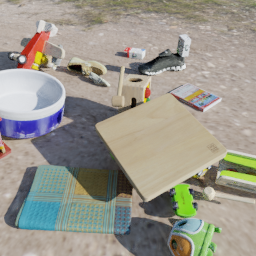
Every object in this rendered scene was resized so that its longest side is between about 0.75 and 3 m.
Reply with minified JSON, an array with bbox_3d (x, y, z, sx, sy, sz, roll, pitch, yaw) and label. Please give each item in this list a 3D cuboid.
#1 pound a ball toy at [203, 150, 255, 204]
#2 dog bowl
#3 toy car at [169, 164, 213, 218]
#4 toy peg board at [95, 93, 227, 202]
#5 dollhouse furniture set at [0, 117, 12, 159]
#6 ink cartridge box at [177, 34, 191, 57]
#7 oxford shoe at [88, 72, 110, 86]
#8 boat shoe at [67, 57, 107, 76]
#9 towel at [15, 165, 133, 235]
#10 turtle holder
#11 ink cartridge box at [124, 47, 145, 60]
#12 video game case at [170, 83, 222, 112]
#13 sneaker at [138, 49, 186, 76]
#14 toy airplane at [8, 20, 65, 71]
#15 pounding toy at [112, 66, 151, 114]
[{"bbox_3d":[3.352,1.591,7.944,2.292,0.974,1.495,11,65,14],"label":"pound a ball toy"},{"bbox_3d":[-3.865,-0.981,10.391,2.951,1.162,2.951,9,37,-7],"label":"dog bowl"},{"bbox_3d":[1.410,1.612,8.008,2.495,0.556,2.348,0,40,-2],"label":"toy car"},{"bbox_3d":[0.867,0.681,8.330,2.731,1.336,2.720,-25,54,-19],"label":"toy peg board"},{"bbox_3d":[-5.246,-0.085,9.375,2.862,1.540,1.164,31,47,32],"label":"dollhouse furniture set"},{"bbox_3d":[2.430,-3.605,12.239,0.330,0.784,0.572,-12,45,-15],"label":"ink cartridge box"},{"bbox_3d":[-1.351,-2.195,13.055,1.281,0.482,0.370,32,89,24],"label":"oxford shoe"},{"bbox_3d":[-2.041,-2.871,13.681,2.056,0.761,0.683,15,54,21],"label":"boat shoe"},{"bbox_3d":[-1.345,1.945,7.830,2.949,0.320,2.162,3,38,2],"label":"towel"},{"bbox_3d":[1.533,2.514,6.457,1.004,1.075,1.414,18,42,22],"label":"turtle holder"},{"bbox_3d":[0.357,-4.136,15.486,1.079,0.363,0.627,12,40,15],"label":"ink cartridge box"},{"bbox_3d":[2.912,-1.360,12.123,1.295,0.158,1.811,-29,46,-32],"label":"video game case"},{"bbox_3d":[1.696,-3.331,13.820,2.560,1.158,0.851,-11,39,-13],"label":"sneaker"},{"bbox_3d":[-4.276,-3.867,13.864,2.766,1.960,2.778,-23,55,16],"label":"toy airplane"},{"bbox_3d":[0.211,-1.138,9.500,0.991,1.904,2.167,9,28,12],"label":"pounding toy"}]
